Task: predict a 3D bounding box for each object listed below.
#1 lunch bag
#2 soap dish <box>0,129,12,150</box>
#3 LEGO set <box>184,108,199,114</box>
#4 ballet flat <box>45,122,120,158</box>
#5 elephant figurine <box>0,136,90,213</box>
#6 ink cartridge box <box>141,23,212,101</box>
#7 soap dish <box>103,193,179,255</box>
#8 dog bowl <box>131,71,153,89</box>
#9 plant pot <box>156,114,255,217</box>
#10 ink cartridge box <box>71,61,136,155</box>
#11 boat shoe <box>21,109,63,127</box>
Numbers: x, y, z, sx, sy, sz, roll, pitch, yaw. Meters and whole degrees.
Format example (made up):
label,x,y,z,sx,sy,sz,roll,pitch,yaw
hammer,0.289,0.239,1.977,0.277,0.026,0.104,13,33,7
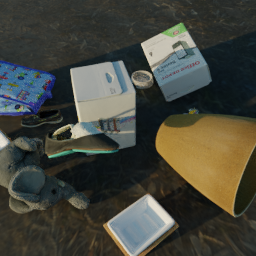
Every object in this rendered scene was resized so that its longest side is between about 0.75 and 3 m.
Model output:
label,x,y,z,sx,sy,sz,roll,pitch,yaw
lunch bag,-4.386,-1.551,11.139,2.858,1.344,2.152,7,44,8
soap dish,-5.112,0.962,8.954,2.624,1.066,2.064,-35,55,-29
LEGO set,2.135,-0.156,10.553,1.600,0.595,0.736,-31,19,-21
ballet flat,-1.339,0.299,7.341,2.483,0.849,0.844,-8,-2,33
elephant figurine,-2.728,1.632,8.034,1.993,1.818,2.569,-36,68,5
ink cartridge box,1.974,-2.766,11.701,2.022,1.164,2.770,-25,54,11
soap dish,0.357,2.695,7.550,1.618,0.657,1.273,-29,52,-26
dog bowl,0.621,-2.194,12.563,1.055,0.309,1.055,1,45,-1
plant pot,2.405,0.658,8.377,2.959,2.757,2.757,24,50,36
ink cartridge box,-0.809,-0.672,9.517,1.823,2.520,1.831,-10,47,-10
boat shoe,-3.329,-0.422,10.716,1.558,0.469,0.555,-9,46,-9
